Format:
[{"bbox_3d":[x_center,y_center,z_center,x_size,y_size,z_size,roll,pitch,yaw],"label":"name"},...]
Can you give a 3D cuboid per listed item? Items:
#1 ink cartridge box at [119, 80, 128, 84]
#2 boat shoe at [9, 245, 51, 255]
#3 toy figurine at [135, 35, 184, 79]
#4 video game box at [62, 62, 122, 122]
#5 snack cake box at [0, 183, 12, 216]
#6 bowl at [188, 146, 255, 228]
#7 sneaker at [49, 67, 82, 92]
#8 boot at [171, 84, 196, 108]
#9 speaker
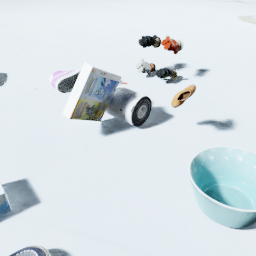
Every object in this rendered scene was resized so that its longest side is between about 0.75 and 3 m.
[{"bbox_3d":[-0.392,-1.586,9.113,0.768,0.193,0.623,-11,31,-44],"label":"ink cartridge box"},{"bbox_3d":[-2.153,2.516,3.698,1.076,1.336,2.881,16,38,22],"label":"boat shoe"},{"bbox_3d":[1.276,-2.887,11.376,1.731,1.704,1.204,19,22,35],"label":"toy figurine"},{"bbox_3d":[-0.977,-0.951,7.918,0.367,1.570,1.430,35,16,29],"label":"video game box"},{"bbox_3d":[-3.451,1.606,5.705,1.746,0.587,1.004,-23,39,-29],"label":"snack cake box"},{"bbox_3d":[2.130,1.303,5.813,1.855,0.970,1.855,0,35,0],"label":"bowl"},{"bbox_3d":[-2.150,-2.129,11.111,2.032,0.736,1.158,-23,37,-30],"label":"sneaker"},{"bbox_3d":[1.424,-0.812,7.558,0.343,0.930,0.719,44,31,2],"label":"boot"},{"bbox_3d":[-0.511,-0.950,9.088,2.504,1.017,1.017,26,42,33],"label":"speaker"}]
